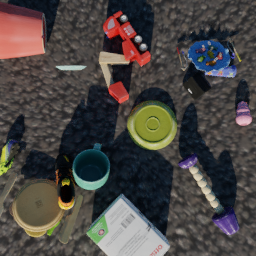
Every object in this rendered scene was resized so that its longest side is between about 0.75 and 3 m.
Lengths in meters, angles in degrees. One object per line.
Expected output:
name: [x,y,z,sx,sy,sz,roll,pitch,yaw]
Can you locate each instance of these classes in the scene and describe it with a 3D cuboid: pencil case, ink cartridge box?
pencil case: [3.405,-2.166,10.401,1.149,0.448,0.499,7,48,1]
ink cartridge box: [0.012,3.668,9.498,1.670,0.962,2.288,-45,86,-4]

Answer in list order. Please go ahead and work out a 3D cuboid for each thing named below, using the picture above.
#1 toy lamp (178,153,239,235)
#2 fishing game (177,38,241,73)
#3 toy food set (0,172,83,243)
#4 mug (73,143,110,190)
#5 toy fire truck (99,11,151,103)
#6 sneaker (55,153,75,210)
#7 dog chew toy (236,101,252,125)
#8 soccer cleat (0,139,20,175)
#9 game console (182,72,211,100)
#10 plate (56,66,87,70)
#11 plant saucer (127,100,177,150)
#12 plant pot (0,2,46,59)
toy lamp: [2.837,2.292,9.724,0.851,0.851,2.925,-32,86,-3]
fishing game: [2.973,-2.699,10.270,2.214,0.344,1.585,-6,62,-1]
toy food set: [-3.103,2.744,9.779,2.776,0.557,1.916,21,66,-1]
mug: [-1.185,1.416,9.715,1.231,0.926,1.498,40,59,18]
toy fire truck: [-0.315,-2.617,10.314,2.031,0.702,2.881,-33,85,-3]
sneaker: [-2.108,1.732,9.573,0.690,0.888,1.974,-3,70,-15]
dog chew toy: [4.201,-0.550,10.210,0.537,0.537,0.863,1,77,0]
soccer cleat: [-4.401,1.045,10.130,0.571,0.442,1.366,27,88,33]
game console: [2.579,-1.563,10.518,0.705,0.466,0.801,-40,84,26]
plate: [-1.671,-1.770,8.256,0.894,0.894,0.114,0,100,0]
plant saucer: [0.901,-0.126,10.260,1.851,0.288,1.851,0,84,-1]
plant pot: [-3.838,-3.394,9.896,1.732,1.957,1.957,0,84,-10]
